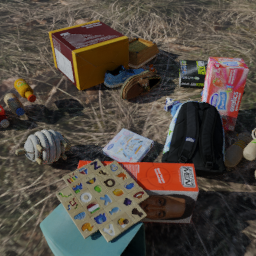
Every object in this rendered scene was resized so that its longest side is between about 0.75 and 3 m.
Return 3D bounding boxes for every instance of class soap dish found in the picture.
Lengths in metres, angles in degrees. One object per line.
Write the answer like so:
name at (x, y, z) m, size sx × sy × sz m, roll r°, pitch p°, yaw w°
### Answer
soap dish at (0.449, -3.927, 14.378) m, size 1.549 × 0.800 × 1.969 m, roll 27°, pitch 47°, yaw 28°

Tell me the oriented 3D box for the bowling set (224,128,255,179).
bowling set at (4.374, 0.681, 8.215) m, size 2.809 × 1.955 × 1.508 m, roll 32°, pitch 59°, yaw 27°

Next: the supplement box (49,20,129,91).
supplement box at (-1.802, -3.529, 13.150) m, size 2.692 × 1.812 × 2.729 m, roll -25°, pitch 47°, yaw -26°

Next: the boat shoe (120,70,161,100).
boat shoe at (0.584, -1.851, 11.974) m, size 0.789 × 0.834 × 2.319 m, roll 25°, pitch 47°, yaw 27°

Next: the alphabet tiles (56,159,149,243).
alphabet tiles at (-0.587, 1.540, 6.390) m, size 1.677 × 0.064 × 2.016 m, roll -27°, pitch 48°, yaw -26°

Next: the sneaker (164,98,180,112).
sneaker at (1.673, -0.969, 11.385) m, size 0.490 × 0.343 × 0.848 m, roll 30°, pitch 42°, yaw 34°

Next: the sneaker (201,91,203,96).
sneaker at (3.843, -1.451, 11.816) m, size 1.510 × 0.530 × 0.588 m, roll -18°, pitch 53°, yaw -16°

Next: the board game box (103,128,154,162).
board game box at (0.020, 0.662, 9.528) m, size 1.264 × 0.261 × 1.267 m, roll 23°, pitch 46°, yaw 24°

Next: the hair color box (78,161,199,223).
hair color box at (0.206, 1.701, 7.384) m, size 2.984 × 1.514 × 0.914 m, roll 1°, pitch 42°, yaw 2°

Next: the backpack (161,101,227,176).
backpack at (2.120, 0.263, 8.955) m, size 1.951 × 1.838 × 2.391 m, roll 7°, pitch 73°, yaw 5°

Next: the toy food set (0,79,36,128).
toy food set at (-4.928, -0.813, 10.304) m, size 2.884 × 1.377 × 1.297 m, roll -18°, pitch 44°, yaw -35°

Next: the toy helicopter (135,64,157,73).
toy helicopter at (0.783, -2.745, 13.314) m, size 1.170 × 0.461 × 0.774 m, roll 4°, pitch 40°, yaw 10°

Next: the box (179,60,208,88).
box at (3.336, -2.529, 13.038) m, size 1.878 × 0.462 × 1.945 m, roll 3°, pitch 41°, yaw 7°

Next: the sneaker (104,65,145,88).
sneaker at (-0.115, -2.404, 12.573) m, size 1.945 × 0.875 × 0.762 m, roll -15°, pitch 43°, yaw -17°

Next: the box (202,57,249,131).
box at (3.339, -1.205, 9.993) m, size 1.187 × 2.382 × 1.137 m, roll 5°, pitch 33°, yaw 6°

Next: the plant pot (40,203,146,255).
plant pot at (-0.879, 2.639, 6.445) m, size 2.106 × 1.488 × 1.487 m, roll 21°, pitch 45°, yaw 30°

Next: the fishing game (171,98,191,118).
fishing game at (2.191, -0.559, 10.932) m, size 1.073 × 0.233 × 1.499 m, roll -9°, pitch 52°, yaw -6°

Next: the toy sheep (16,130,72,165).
toy sheep at (-2.628, 0.617, 8.891) m, size 1.771 × 1.221 × 1.221 m, roll -4°, pitch 36°, yaw -39°
